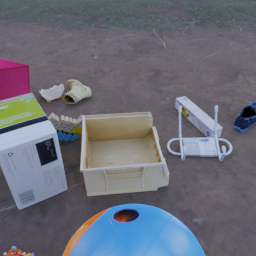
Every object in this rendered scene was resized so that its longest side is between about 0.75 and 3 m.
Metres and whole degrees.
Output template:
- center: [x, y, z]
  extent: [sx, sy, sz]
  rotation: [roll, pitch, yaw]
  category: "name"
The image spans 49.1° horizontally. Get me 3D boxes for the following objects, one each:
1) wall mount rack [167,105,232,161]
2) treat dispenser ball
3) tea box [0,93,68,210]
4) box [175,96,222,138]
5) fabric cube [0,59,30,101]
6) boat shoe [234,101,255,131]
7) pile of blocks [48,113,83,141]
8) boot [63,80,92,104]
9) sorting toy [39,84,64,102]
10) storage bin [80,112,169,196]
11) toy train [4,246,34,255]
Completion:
- center: [2.556, 0.207, 9.958]
  extent: [2.300, 0.858, 1.998]
  rotation: [0, 53, 2]
  category: "wall mount rack"
- center: [0.113, 2.877, 5.186]
  extent: [2.852, 2.852, 2.852]
  rotation: [0, 38, 0]
  category: "treat dispenser ball"
- center: [-3.077, 0.621, 8.411]
  extent: [1.586, 2.374, 2.336]
  rotation: [-19, 42, -23]
  category: "tea box"
- center: [2.785, -0.467, 11.369]
  extent: [0.521, 0.486, 2.514]
  rotation: [-16, 41, -20]
  category: "box"
- center: [-5.326, -1.717, 11.399]
  extent: [1.870, 1.876, 1.840]
  rotation: [17, 24, 25]
  category: "fabric cube"
- center: [5.014, -0.572, 11.334]
  extent: [0.854, 0.696, 2.029]
  rotation: [24, 44, 28]
  category: "boat shoe"
- center: [-2.655, -0.032, 10.449]
  extent: [2.734, 1.122, 0.850]
  rotation: [6, 15, -15]
  category: "pile of blocks"
- center: [-2.589, -1.646, 12.835]
  extent: [1.557, 0.567, 1.210]
  rotation: [29, 44, 24]
  category: "boot"
- center: [-3.575, -1.707, 12.984]
  extent: [1.101, 0.588, 0.991]
  rotation: [-22, 34, -20]
  category: "sorting toy"
- center: [-0.161, 0.746, 9.208]
  extent: [2.594, 1.225, 2.613]
  rotation: [-4, 37, -4]
  category: "storage bin"
- center: [-2.632, 3.327, 6.672]
  extent: [0.757, 0.280, 1.008]
  rotation: [-4, 35, -3]
  category: "toy train"
